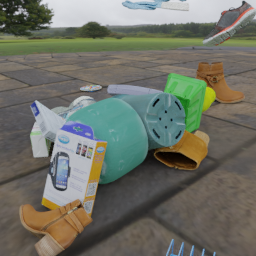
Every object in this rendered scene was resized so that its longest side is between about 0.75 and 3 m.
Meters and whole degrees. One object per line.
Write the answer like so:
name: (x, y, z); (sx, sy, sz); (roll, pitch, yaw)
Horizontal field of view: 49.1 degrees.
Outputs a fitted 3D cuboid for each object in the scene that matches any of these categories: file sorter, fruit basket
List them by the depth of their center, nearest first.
file sorter: (1.043, 2.307, 4.729); (0.783, 0.480, 0.543); (10, 25, 22)
fruit basket: (2.250, -0.998, 10.487); (1.660, 2.302, 2.302); (19, 28, 23)

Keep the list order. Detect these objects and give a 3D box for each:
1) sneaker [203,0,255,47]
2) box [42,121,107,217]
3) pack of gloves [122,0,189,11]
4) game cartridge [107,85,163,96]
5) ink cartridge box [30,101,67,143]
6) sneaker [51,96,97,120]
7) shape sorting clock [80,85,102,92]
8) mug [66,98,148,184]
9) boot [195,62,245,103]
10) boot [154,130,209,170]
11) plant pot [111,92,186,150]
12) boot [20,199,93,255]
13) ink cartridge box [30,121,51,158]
sneaker: (3.072, -3.271, 8.807); (1.770, 0.725, 0.682); (-33, -18, 17)
box: (-1.177, 0.903, 6.162); (1.214, 2.040, 0.423); (16, 2, 33)
pack of gloves: (0.776, -3.505, 8.002); (1.855, 0.366, 1.559); (5, 41, 6)
game cartridge: (0.472, -1.398, 12.718); (2.662, 0.539, 1.775); (11, -13, 26)
ink cartridge box: (-2.336, -0.007, 9.148); (1.581, 0.321, 1.578); (39, 12, -50)
sneaker: (-2.008, -0.484, 11.330); (1.071, 0.963, 2.481); (27, 39, 26)
shape sorting clock: (-2.191, -2.370, 16.540); (1.266, 0.248, 1.266); (0, 22, 0)
mug: (-0.778, 0.553, 7.425); (1.540, 2.491, 2.047); (-27, 57, -39)
boot: (4.659, -2.344, 14.148); (2.564, 1.990, 0.983); (7, 23, 17)
boot: (1.148, 0.392, 8.826); (2.690, 0.947, 1.926); (16, 26, 24)
plant pot: (0.487, -0.159, 8.102); (1.956, 1.956, 1.916); (-17, 7, -35)
boot: (-1.443, 1.725, 5.515); (1.113, 0.550, 1.434); (-39, 40, -16)
ink cartridge box: (-2.829, 0.302, 9.208); (0.462, 0.804, 1.373); (-5, 23, -8)
